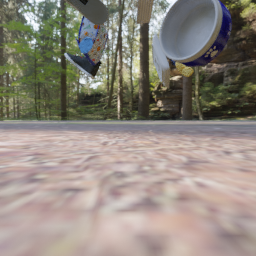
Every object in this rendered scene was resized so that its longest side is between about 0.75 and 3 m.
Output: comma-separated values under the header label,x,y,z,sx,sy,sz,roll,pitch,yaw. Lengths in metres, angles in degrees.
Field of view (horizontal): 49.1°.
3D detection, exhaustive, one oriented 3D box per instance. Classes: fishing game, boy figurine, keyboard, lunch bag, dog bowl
label,x,y,z,sx,sy,sz,roll,pitch,yaw
fishing game,-1.263,-2.509,8.525,0.550,0.768,0.119,46,13,30
boy figurine,2.280,-2.654,11.987,0.859,0.445,1.381,51,4,-43
keyboard,0.532,-3.765,8.563,0.492,0.093,1.749,-7,-15,-3
lunch bag,-1.273,-3.024,9.788,0.833,1.346,1.144,8,-9,13
dog bowl,1.347,-1.998,5.732,0.557,1.413,1.413,9,-5,-41

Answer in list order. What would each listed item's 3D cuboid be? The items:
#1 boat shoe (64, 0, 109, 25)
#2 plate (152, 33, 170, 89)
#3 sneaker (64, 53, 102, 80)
label,x,y,z,sx,sy,sz,roll,pitch,yaw
boat shoe,-1.033,-2.681,5.364,1.635,0.604,0.697,37,13,-25
plate,1.295,-2.648,11.366,0.279,1.720,1.723,-17,-20,0
sneaker,-1.835,-2.876,11.803,1.876,0.930,0.663,39,3,23
